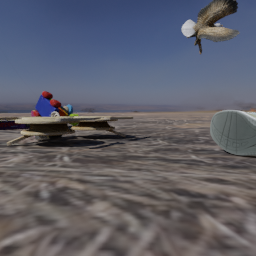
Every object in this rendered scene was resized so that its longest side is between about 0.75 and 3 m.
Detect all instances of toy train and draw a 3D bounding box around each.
[{"bbox_3d":[-2.472,-0.400,10.707,1.459,1.067,2.522,17,14,-43],"label":"toy train"}]

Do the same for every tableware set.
[{"bbox_3d":[-1.238,0.021,6.377,1.840,0.558,2.783,2,3,30],"label":"tableware set"}]

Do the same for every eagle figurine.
[{"bbox_3d":[2.791,-3.408,9.333,1.270,1.277,1.683,-47,14,-16],"label":"eagle figurine"}]

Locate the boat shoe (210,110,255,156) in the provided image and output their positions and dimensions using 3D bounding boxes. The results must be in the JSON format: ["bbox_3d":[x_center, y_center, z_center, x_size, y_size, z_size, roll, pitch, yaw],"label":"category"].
[{"bbox_3d":[2.057,0.124,4.280,0.599,0.689,1.869,5,5,-31],"label":"boat shoe"}]

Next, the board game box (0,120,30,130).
[{"bbox_3d":[-4.101,-0.185,10.817,1.568,0.422,2.613,-2,2,44],"label":"board game box"}]

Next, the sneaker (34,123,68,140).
[{"bbox_3d":[-1.735,0.031,6.788,0.530,0.447,1.212,-3,8,20],"label":"sneaker"}]

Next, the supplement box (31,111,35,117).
[{"bbox_3d":[-4.569,-0.646,15.342,1.211,0.625,0.793,-3,5,-39],"label":"supplement box"}]
